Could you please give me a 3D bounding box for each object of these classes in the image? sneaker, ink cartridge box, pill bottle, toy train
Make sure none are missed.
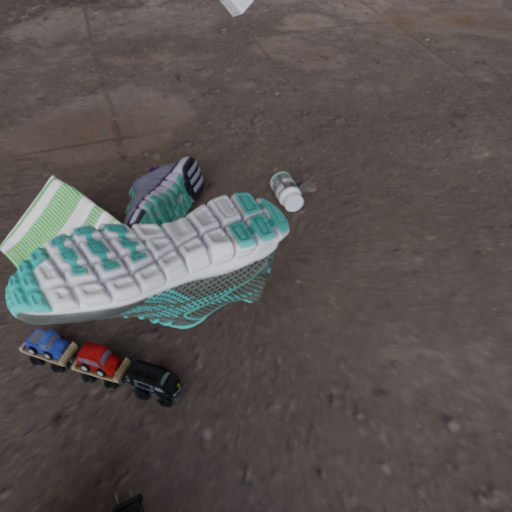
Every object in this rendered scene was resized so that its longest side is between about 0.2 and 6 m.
[{"bbox_3d":[-1.077,0.354,6.304,3.135,1.430,1.216,-13,43,-21],"label":"sneaker"},{"bbox_3d":[-0.458,-5.217,10.652,0.721,0.997,0.420,-52,30,-9],"label":"ink cartridge box"},{"bbox_3d":[-1.967,-0.834,10.235,1.219,1.036,2.785,-3,33,23],"label":"sneaker"},{"bbox_3d":[0.600,-1.233,10.834,0.449,0.449,0.795,-13,46,-13],"label":"pill bottle"},{"bbox_3d":[-2.221,1.515,7.827,2.554,0.585,0.436,13,45,14],"label":"toy train"}]

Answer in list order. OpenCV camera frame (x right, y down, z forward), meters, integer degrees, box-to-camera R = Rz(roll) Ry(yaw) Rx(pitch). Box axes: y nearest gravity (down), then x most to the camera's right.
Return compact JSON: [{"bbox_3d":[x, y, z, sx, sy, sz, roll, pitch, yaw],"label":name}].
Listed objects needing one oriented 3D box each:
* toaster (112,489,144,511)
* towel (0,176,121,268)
[{"bbox_3d":[-1.807,3.776,4.378,2.265,1.993,3.507,-12,51,-10],"label":"toaster"},{"bbox_3d":[-3.197,-0.195,9.259,2.266,0.265,1.728,35,88,30],"label":"towel"}]
